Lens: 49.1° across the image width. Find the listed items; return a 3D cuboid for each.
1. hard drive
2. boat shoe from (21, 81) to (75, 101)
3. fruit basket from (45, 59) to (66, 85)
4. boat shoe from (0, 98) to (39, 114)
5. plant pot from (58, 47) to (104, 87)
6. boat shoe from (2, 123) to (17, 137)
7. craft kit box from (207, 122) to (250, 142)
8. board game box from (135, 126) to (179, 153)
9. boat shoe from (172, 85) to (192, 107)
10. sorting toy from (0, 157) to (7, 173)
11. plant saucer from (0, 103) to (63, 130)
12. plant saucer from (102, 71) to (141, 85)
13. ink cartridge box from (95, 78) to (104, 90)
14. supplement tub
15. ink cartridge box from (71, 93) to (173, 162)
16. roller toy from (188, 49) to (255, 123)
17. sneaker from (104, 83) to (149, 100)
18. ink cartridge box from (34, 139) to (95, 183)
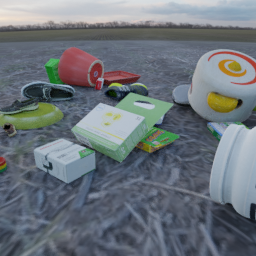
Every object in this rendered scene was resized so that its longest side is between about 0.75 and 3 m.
[{"bbox_3d":[0.614,-0.551,9.935,1.329,0.255,2.014,9,16,9],"label":"hard drive"},{"bbox_3d":[-3.462,-1.591,12.239,2.303,0.830,0.817,-4,18,-16],"label":"boat shoe"},{"bbox_3d":[-3.801,-3.196,15.545,1.087,1.508,1.508,15,26,34],"label":"fruit basket"},{"bbox_3d":[-3.822,-0.804,9.834,1.335,0.439,0.477,-14,25,-30],"label":"boat shoe"},{"bbox_3d":[-2.381,-3.103,14.887,1.775,2.006,2.006,21,28,24],"label":"plant pot"},{"bbox_3d":[-3.793,-0.025,8.848,0.326,0.326,0.905,-36,37,-14],"label":"boat shoe"},{"bbox_3d":[3.201,0.108,8.742,1.111,0.273,1.125,-4,22,-3],"label":"craft kit box"},{"bbox_3d":[0.347,0.180,8.460,1.084,0.340,2.269,-20,26,-39],"label":"board game box"},{"bbox_3d":[3.211,-1.266,11.344,2.882,0.989,0.816,4,-14,3],"label":"boat shoe"},{"bbox_3d":[-3.688,1.197,5.673,1.309,0.459,2.715,1,22,4],"label":"sorting toy"},{"bbox_3d":[-3.545,-0.524,10.199,2.313,0.359,2.313,1,21,0],"label":"plant saucer"},{"bbox_3d":[-0.728,-2.868,16.115,2.184,0.401,2.180,-16,27,-33],"label":"plant saucer"},{"bbox_3d":[-1.468,-2.250,14.379,0.274,0.474,0.816,13,23,-1],"label":"ink cartridge box"},{"bbox_3d":[2.820,0.896,4.716,2.430,1.705,1.705,14,26,32],"label":"supplement tub"},{"bbox_3d":[-0.125,-0.315,7.981,1.791,0.590,2.461,21,57,38],"label":"ink cartridge box"},{"bbox_3d":[3.369,-1.482,9.642,2.598,1.815,2.370,-18,53,-20],"label":"roller toy"},{"bbox_3d":[-0.100,-1.509,12.360,2.105,0.778,0.852,3,27,28],"label":"sneaker"},{"bbox_3d":[-1.523,0.748,6.732,1.222,0.508,0.896,17,27,37],"label":"ink cartridge box"}]
